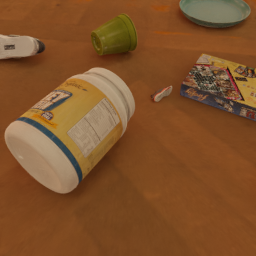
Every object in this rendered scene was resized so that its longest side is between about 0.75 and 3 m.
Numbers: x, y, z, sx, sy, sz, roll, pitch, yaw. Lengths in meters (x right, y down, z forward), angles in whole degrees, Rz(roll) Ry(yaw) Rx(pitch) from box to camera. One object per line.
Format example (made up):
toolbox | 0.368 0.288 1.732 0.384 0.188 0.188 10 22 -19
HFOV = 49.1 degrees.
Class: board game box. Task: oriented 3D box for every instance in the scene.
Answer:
board game box | 3.155 -1.238 8.369 2.706 0.468 1.833 23 52 19

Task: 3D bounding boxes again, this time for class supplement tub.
supplement tub | -1.178 -0.040 6.329 1.849 1.849 2.556 26 54 22

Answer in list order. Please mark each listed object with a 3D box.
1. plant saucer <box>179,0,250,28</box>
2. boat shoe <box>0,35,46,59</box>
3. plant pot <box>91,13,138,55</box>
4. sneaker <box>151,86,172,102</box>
plant saucer | 3.626 -4.992 11.873 2.909 0.399 2.909 0 47 1
boat shoe | -3.994 -2.819 9.646 2.430 0.872 0.824 3 14 20
plant pot | -0.542 -3.052 9.478 1.235 1.282 1.282 -26 53 -22
sneaker | 0.991 -1.086 8.366 0.782 0.301 0.320 -32 49 -27
